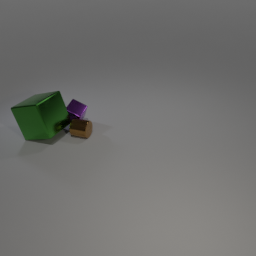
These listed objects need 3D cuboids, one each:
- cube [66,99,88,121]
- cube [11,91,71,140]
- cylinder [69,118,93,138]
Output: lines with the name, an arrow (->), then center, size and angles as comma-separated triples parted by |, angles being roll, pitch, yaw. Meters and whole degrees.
cube -> -2.198, -0.641, 11.681 | 0.700, 0.700, 0.700 | 27, 51, 0
cube -> -3.321, -0.483, 10.863 | 1.400, 1.400, 1.400 | -4, 26, 30
cylinder -> -1.853, 0.004, 11.068 | 0.700, 0.700, 0.700 | 9, 32, 14
